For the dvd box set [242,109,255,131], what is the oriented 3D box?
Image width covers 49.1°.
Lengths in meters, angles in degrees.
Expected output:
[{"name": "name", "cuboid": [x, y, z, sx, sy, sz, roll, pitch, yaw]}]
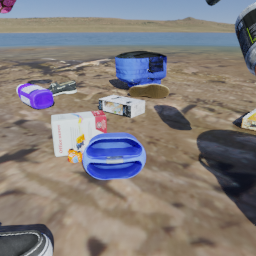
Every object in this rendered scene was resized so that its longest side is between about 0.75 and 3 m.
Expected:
[{"name": "dvd box set", "cuboid": [4.778, -0.112, 8.175, 2.332, 0.343, 1.707, 17, 25, 37]}]

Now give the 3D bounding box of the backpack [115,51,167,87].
[{"name": "backpack", "cuboid": [0.519, -2.641, 12.860, 2.123, 1.782, 1.725, -7, 15, -28]}]

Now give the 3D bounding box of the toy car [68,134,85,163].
[{"name": "toy car", "cuboid": [-1.192, 0.445, 6.102, 0.434, 0.885, 0.294, 29, 44, 22]}]

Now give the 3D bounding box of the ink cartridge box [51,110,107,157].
[{"name": "ink cartridge box", "cuboid": [-1.169, 0.114, 6.740, 1.259, 0.917, 0.521, -6, 21, -16]}]

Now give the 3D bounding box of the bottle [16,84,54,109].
[{"name": "bottle", "cuboid": [-3.704, -1.286, 10.847, 0.897, 0.701, 2.148, -19, 27, -36]}]

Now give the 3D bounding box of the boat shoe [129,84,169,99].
[{"name": "boat shoe", "cuboid": [0.925, -1.600, 11.889, 1.712, 0.618, 0.556, 1, 21, 18]}]

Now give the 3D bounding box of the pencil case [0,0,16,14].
[{"name": "pencil case", "cuboid": [-3.517, -4.004, 8.121, 0.776, 0.801, 1.709, 31, -31, -27]}]

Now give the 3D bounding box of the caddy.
[{"name": "caddy", "cuboid": [-0.276, 0.568, 5.602, 1.246, 0.881, 0.654, -2, 14, -5]}]

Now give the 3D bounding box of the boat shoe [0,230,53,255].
[{"name": "boat shoe", "cuboid": [-2.069, 1.514, 3.126, 2.365, 0.783, 0.827, -8, 22, -20]}]

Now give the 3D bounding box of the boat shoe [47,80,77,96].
[{"name": "boat shoe", "cuboid": [-3.120, -1.751, 12.316, 1.848, 0.557, 0.699, -18, 27, -41]}]

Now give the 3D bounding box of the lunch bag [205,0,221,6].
[{"name": "lunch bag", "cuboid": [2.737, -4.289, 8.209, 0.678, 0.946, 1.153, 32, -13, 20]}]

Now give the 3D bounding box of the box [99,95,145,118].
[{"name": "box", "cuboid": [-0.225, -0.786, 9.872, 1.462, 0.439, 0.852, 15, 25, 34]}]

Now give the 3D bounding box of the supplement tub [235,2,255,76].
[{"name": "supplement tub", "cuboid": [2.348, -1.427, 4.715, 0.836, 0.836, 1.365, 1, 54, 2]}]
